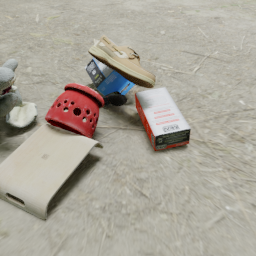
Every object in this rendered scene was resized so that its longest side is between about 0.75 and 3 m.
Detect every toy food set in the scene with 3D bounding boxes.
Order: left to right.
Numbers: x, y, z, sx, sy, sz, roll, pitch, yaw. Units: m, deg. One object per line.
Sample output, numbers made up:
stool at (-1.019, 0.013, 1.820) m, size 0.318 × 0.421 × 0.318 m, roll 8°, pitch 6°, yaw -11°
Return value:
toy food set at (-1.896, 0.921, 6.752) m, size 1.663 × 0.700 × 2.318 m, roll 18°, pitch 48°, yaw 22°

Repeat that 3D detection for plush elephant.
plush elephant at (-3.814, -1.051, 7.926) m, size 2.379 × 2.888 × 2.236 m, roll 25°, pitch 27°, yaw 8°

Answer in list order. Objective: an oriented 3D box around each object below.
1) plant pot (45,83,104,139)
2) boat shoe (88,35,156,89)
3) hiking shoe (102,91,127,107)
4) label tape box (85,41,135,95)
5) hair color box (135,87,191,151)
plant pot at (-1.400, -0.469, 7.611) m, size 1.336 × 1.336 × 1.217 m, roll 15°, pitch 73°, yaw 20°
boat shoe at (-0.118, -2.065, 8.347) m, size 2.683 × 0.956 × 0.866 m, roll 37°, pitch 92°, yaw 30°
hiking shoe at (-0.382, -1.011, 9.058) m, size 1.182 × 0.448 × 0.595 m, roll 6°, pitch 39°, yaw 48°
label tape box at (-0.559, -1.946, 9.724) m, size 1.429 × 0.659 × 1.994 m, roll -44°, pitch 48°, yaw 15°
hair color box at (0.945, -0.326, 8.183) m, size 1.039 × 0.627 × 2.048 m, roll -11°, pitch 42°, yaw -7°
